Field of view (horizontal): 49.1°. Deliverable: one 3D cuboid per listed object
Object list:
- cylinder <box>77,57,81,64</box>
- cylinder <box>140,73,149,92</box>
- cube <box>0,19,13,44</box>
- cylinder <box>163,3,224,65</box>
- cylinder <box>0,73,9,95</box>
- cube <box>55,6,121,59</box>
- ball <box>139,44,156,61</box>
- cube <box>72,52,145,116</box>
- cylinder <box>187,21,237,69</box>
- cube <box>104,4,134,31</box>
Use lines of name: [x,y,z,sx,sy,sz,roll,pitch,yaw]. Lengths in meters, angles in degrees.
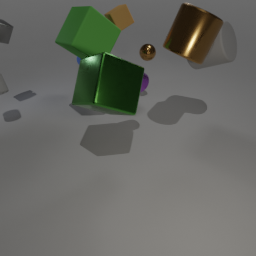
cylinder: [-1.869,-3.144,12.476,0.700,0.700,0.700,2,33,4]
cylinder: [0.205,-1.562,9.009,0.700,0.700,0.700,30,9,38]
cube: [-4.829,-3.631,10.385,0.700,0.700,0.700,35,22,24]
cylinder: [1.990,-2.892,8.684,1.400,1.400,1.400,22,20,-8]
cylinder: [-4.924,-1.584,10.435,0.700,0.700,0.700,-21,9,4]
cube: [-1.383,-3.160,9.644,1.400,1.400,1.400,26,1,-41]
ball: [0.822,-3.165,11.724,0.700,0.700,0.700,0,33,0]
cube: [-0.585,-1.189,8.027,1.400,1.400,1.400,13,-4,-35]
cylinder: [2.948,-2.916,9.995,1.400,1.400,1.400,-4,23,42]
cube: [-0.319,-3.986,10.184,0.700,0.700,0.700,-36,29,-8]
